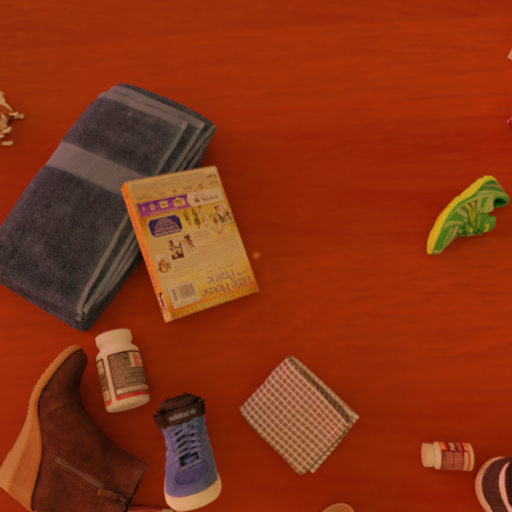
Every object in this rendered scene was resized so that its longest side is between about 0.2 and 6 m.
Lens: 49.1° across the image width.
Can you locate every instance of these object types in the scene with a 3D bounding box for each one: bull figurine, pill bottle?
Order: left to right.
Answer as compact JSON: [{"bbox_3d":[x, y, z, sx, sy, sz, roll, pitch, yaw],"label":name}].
[{"bbox_3d":[-4.877,-2.603,10.703,0.688,0.369,1.134,8,69,3],"label":"bull figurine"},{"bbox_3d":[-2.137,1.802,8.849,0.684,0.684,1.181,-16,71,-6],"label":"pill bottle"},{"bbox_3d":[2.903,3.044,8.526,0.698,0.399,0.399,2,69,3],"label":"pill bottle"}]

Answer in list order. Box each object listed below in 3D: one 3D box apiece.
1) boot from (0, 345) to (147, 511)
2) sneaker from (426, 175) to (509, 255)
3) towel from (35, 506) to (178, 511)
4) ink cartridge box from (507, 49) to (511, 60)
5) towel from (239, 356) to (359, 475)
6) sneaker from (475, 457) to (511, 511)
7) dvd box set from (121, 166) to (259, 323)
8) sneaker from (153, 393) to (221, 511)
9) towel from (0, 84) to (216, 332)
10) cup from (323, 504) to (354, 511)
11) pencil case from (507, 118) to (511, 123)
[{"bbox_3d":[-2.503,2.739,8.406,1.977,0.860,2.377,19,74,7],"label":"boot"},{"bbox_3d":[3.724,-0.656,9.780,1.906,0.706,0.796,-41,70,-14],"label":"sneaker"},{"bbox_3d":[-2.235,4.440,8.100,2.105,0.239,1.516,2,67,-1],"label":"towel"},{"bbox_3d":[5.852,-4.293,11.253,0.935,0.540,1.281,40,74,14],"label":"ink cartridge box"},{"bbox_3d":[0.632,2.416,8.475,1.457,0.623,1.206,42,94,16],"label":"towel"},{"bbox_3d":[4.732,3.966,7.357,3.434,1.921,1.254,32,73,12],"label":"sneaker"},{"bbox_3d":[-1.058,-0.246,9.198,1.691,0.340,2.311,-17,85,-31],"label":"dvd box set"},{"bbox_3d":[-0.995,2.545,7.698,0.789,2.056,1.144,-15,95,-5],"label":"sneaker"},{"bbox_3d":[-2.725,-1.053,9.746,2.413,1.049,4.322,26,71,10],"label":"towel"},{"bbox_3d":[1.238,4.077,7.998,0.819,0.819,0.586,-44,104,-15],"label":"cup"},{"bbox_3d":[5.598,-2.038,10.215,0.968,0.999,2.132,-3,59,-50],"label":"pencil case"}]
